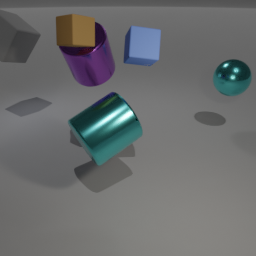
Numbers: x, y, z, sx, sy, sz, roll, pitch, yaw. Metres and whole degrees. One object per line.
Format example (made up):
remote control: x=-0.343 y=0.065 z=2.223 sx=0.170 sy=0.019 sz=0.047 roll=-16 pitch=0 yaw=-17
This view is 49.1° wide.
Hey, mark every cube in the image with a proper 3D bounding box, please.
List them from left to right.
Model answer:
cube: x=-4.535 y=-3.477 z=10.704 sx=1.400 sy=1.400 sz=1.400 roll=40 pitch=19 yaw=7
cube: x=-1.314 y=-2.414 z=7.019 sx=0.700 sy=0.700 sz=0.700 roll=13 pitch=17 yaw=40
cube: x=0.315 y=-1.896 z=6.563 sx=0.700 sy=0.700 sz=0.700 roll=4 pitch=0 yaw=-11

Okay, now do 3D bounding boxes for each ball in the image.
ball: x=3.967 y=-1.910 z=10.693 sx=1.400 sy=1.400 sz=1.400 roll=0 pitch=27 yaw=0

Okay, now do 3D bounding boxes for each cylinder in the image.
cylinder: x=-1.190 y=-2.208 z=8.445 sx=1.400 sy=1.400 sz=1.400 roll=-4 pitch=60 yaw=8
cylinder: x=-0.578 y=0.020 z=7.153 sx=1.400 sy=1.400 sz=1.400 roll=-35 pitch=37 yaw=-13
